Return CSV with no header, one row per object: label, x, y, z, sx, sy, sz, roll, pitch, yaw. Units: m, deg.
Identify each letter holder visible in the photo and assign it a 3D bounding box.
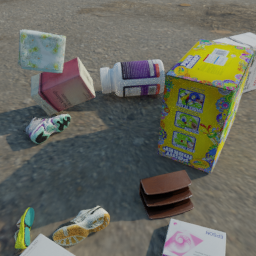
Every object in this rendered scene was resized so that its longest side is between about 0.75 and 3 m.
letter holder,1.028,1.726,7.224,1.271,0.639,0.903,-10,40,-12

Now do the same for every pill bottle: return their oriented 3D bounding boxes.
pill bottle,0.150,-2.008,11.413,2.491,1.388,1.388,-5,38,-3

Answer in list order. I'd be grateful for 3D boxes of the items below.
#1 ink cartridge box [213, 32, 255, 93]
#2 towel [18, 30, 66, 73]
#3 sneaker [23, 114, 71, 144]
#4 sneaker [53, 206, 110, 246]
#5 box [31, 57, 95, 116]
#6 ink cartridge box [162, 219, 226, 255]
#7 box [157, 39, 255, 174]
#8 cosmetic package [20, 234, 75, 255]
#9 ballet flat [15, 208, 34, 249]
ink cartridge box,4.080,-2.442,11.377,2.960,2.154,1.244,-18,41,-22
towel,-2.837,-2.497,9.215,1.456,1.246,0.351,4,26,-19
sneaker,-2.875,-0.192,9.721,1.111,0.617,1.588,29,46,31
sneaker,-1.136,2.306,6.685,1.363,0.515,0.597,-15,24,-23
box,-2.366,-1.493,10.256,1.959,1.252,1.067,-21,52,9
ink cartridge box,1.447,2.756,6.175,1.307,0.288,1.332,11,37,13
box,2.397,-0.773,8.641,1.796,2.836,2.944,19,41,22
cosmetic package,-1.498,2.908,5.780,1.434,0.511,0.727,19,42,24
ballet flat,-2.486,2.372,6.651,0.352,0.351,1.052,-19,40,6
